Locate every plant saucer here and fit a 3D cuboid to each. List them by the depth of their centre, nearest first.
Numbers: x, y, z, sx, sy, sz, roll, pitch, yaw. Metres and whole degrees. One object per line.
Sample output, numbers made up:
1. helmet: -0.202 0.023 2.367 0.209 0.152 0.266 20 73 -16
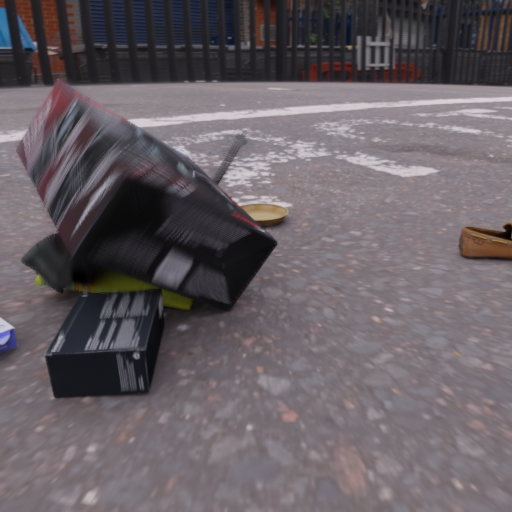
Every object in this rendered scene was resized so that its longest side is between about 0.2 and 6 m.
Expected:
1. plant saucer: 0.090 -0.915 12.771 1.276 0.226 1.276 0 22 0

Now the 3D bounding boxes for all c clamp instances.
1. c clamp: -0.665 -1.723 11.028 0.256 1.891 1.615 33 25 -4

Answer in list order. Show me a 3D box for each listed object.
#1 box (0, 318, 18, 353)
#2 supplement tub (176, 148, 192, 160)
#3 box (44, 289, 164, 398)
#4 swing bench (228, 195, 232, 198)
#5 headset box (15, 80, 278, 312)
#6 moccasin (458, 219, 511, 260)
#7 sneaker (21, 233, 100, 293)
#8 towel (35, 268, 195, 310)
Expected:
1. box: -4.084 1.080 7.697 1.710 0.355 1.018 22 30 38
2. supplement tub: -2.538 -2.565 16.014 0.871 0.871 1.320 18 28 37
3. box: -1.873 1.066 7.261 1.170 0.654 1.658 -1 22 -2
4. swing bench: -1.274 -0.859 11.973 1.197 0.777 1.191 7 23 30
5. headset box: -1.871 -1.047 8.844 2.831 1.469 3.804 26 15 -43
6. moccasin: 4.844 -0.340 10.663 1.899 0.733 0.695 3 22 7
7. sneaker: -2.758 0.012 8.790 0.748 0.894 1.970 -36 4 29
8. towel: -2.197 0.411 9.204 2.541 0.229 1.093 10 28 5
